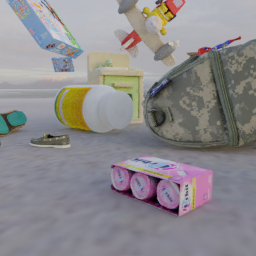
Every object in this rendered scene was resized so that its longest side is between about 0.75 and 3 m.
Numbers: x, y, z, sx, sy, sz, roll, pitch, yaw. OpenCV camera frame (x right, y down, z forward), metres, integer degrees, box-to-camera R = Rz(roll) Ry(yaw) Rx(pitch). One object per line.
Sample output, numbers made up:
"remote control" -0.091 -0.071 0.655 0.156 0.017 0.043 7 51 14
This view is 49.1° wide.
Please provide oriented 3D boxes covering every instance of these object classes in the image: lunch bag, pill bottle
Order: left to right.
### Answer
"pill bottle" -1.005 -0.570 8.024 2.362 1.332 1.332 8 11 44
"lunch bag" 1.710 -0.586 6.255 2.415 2.006 2.879 -15 3 14

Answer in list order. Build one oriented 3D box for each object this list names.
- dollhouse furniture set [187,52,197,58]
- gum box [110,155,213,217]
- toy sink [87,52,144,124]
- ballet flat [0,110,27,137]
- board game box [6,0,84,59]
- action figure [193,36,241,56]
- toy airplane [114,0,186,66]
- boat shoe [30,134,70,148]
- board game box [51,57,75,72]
"dollhouse furniture set" 3.412 -1.617 10.877 2.700 2.729 1.406 5 11 29
"gum box" 0.321 0.572 3.059 0.574 0.335 1.012 -7 10 -43
"toy sink" -0.445 -1.450 9.955 1.673 2.566 1.438 -2 7 -24
"ballet flat" -3.416 -0.061 7.405 0.660 0.713 2.022 -25 0 10
"board game box" -1.532 -1.962 5.182 0.316 1.305 1.725 -35 3 12
"action figure" 2.093 -1.809 6.681 1.152 0.376 0.570 -13 -1 16
"toy airplane" 0.695 -3.677 10.226 2.605 2.594 1.838 5 19 -5
"boat shoe" -1.615 0.251 5.786 0.903 0.270 0.323 2 8 15
"board game box" -2.848 -2.785 12.320 0.896 0.677 0.164 -1 42 3
